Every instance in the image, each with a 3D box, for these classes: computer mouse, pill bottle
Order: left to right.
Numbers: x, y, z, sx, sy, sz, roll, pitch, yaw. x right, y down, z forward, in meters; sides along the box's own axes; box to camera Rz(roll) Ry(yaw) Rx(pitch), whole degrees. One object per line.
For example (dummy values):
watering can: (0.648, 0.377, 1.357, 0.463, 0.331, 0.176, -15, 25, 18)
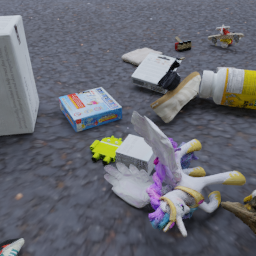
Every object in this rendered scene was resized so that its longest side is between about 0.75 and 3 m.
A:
computer mouse: (1.457, -1.633, 8.571, 0.386, 1.178, 1.678, 35, 8, -9)
pill bottle: (3.418, -1.278, 8.935, 2.113, 1.192, 1.192, 9, 36, 13)

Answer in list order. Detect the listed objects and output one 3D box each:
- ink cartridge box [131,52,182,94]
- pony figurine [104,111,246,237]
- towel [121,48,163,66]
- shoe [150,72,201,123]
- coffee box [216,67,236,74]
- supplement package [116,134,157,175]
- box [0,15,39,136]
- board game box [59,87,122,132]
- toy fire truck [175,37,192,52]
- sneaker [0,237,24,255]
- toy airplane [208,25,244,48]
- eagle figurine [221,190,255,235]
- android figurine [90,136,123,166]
ink cartridge box: (1.068, -2.068, 10.319, 1.335, 0.394, 1.667, 20, 53, 18)
pony figurine: (0.867, 0.915, 5.599, 2.352, 1.959, 2.270, -12, 44, -42)
towel: (0.657, -3.198, 12.450, 1.098, 0.286, 1.656, 29, 44, 35)
shoe: (1.693, -1.026, 9.052, 0.745, 0.975, 2.790, 52, 48, 0)
coffee box: (3.679, -1.748, 10.203, 0.705, 0.492, 1.234, 2, 35, 3)
supplement package: (0.231, 0.672, 6.674, 0.807, 0.594, 0.772, 15, 38, 20)
box: (-4.137, -1.346, 7.582, 2.849, 2.834, 1.862, -5, 35, -7)
board game box: (-1.178, -0.623, 8.664, 1.493, 0.426, 1.525, -17, 39, -22)
toy fire truck: (2.528, -4.088, 13.560, 0.785, 0.574, 0.892, -22, 29, -26)
sneaker: (-1.982, 2.099, 4.553, 0.308, 0.409, 0.875, -12, -4, 9)
toy airplane: (4.708, -4.360, 13.543, 1.316, 0.933, 1.322, 8, 1, -9)
eagle figurine: (3.071, 1.030, 5.161, 2.909, 2.207, 2.195, -30, 25, -28)
android figurine: (-0.498, 0.543, 7.211, 0.921, 0.208, 1.011, 16, 40, 21)
